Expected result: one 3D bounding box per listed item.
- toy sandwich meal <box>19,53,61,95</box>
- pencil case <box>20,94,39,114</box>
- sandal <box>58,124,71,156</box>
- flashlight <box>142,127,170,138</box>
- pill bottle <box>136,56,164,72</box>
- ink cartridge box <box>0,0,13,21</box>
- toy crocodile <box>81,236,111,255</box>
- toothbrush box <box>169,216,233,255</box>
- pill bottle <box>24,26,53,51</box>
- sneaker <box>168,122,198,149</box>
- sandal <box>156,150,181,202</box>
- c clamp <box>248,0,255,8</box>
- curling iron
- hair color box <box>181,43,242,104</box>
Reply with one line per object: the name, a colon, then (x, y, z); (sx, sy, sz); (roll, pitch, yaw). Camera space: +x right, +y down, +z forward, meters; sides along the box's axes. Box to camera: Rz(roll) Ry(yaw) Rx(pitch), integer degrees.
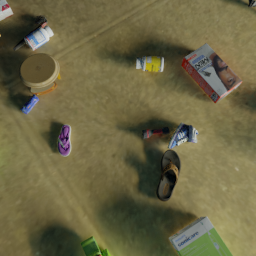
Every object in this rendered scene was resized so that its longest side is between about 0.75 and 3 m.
toy sandwich meal: (-3.483, -2.175, 11.210); (1.787, 0.612, 1.787); (0, 68, 1)
pencil case: (-3.796, -0.919, 10.884); (0.356, 0.320, 0.820); (19, 68, 48)
sandal: (-2.392, 0.440, 10.448); (0.503, 0.304, 1.237); (-3, 71, -1)
flashlight: (1.050, 0.174, 10.521); (1.009, 0.343, 0.342); (-7, 81, -2)
pill bottle: (0.874, -2.594, 11.317); (1.073, 0.597, 0.597); (3, 71, 1)
ink cartridge box: (-5.688, -5.347, 12.314); (0.775, 0.445, 1.067); (-32, 74, -10)
toy crocodile: (-0.763, 4.697, 8.761); (0.870, 0.796, 2.578); (-23, 73, -8)
toothbrush box: (2.434, 4.034, 8.964); (1.390, 0.822, 1.909); (-31, 75, -9)
pill bottle: (-3.703, -3.789, 11.706); (1.104, 0.620, 0.620); (-39, 76, -13)
sneaker: (2.100, 0.422, 10.355); (0.878, 0.483, 1.200); (29, 69, 14)
sandal: (1.437, 1.657, 9.931); (0.759, 0.507, 1.858); (18, 72, 6)
c clamp: (6.500, -5.281, 12.324); (2.902, 0.393, 2.479); (39, 76, 12)
curling iron: (-4.178, -4.048, 11.977); (0.517, 0.266, 2.084); (30, 73, 9)
hair color box: (3.291, -2.189, 11.136); (1.190, 0.686, 2.146); (-35, 76, -11)
